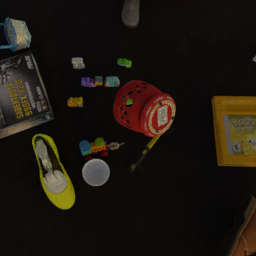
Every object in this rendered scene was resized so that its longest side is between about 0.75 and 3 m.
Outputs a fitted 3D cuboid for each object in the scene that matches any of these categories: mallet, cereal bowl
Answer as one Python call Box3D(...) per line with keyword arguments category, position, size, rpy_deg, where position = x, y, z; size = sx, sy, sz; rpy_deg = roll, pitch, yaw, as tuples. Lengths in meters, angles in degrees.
Box3D(category="mallet", position=(0.655, 0.530, 9.494), size=(2.134, 0.439, 0.703), rpy_deg=(-43, 76, -10))
Box3D(category="cereal bowl", position=(-1.027, 1.464, 9.127), size=(0.880, 0.366, 0.880), rpy_deg=(0, 70, 0))

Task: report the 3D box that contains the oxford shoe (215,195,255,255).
Box3D(category="oxford shoe", position=(3.354, 3.364, 8.121), size=(0.991, 0.992, 2.781), rpy_deg=(36, 72, 8))

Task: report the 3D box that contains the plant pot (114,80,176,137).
Box3D(category="plant pot", position=(0.525, -0.541, 8.385), size=(1.513, 1.513, 1.378), rpy_deg=(-43, 44, -14))

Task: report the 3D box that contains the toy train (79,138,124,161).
Box3D(category="toy train", position=(-0.858, 0.537, 9.206), size=(1.485, 0.859, 0.629), rpy_deg=(-15, 71, -5))

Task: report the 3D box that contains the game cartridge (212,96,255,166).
Box3D(category="game cartridge", position=(4.102, 0.074, 9.627), size=(2.206, 0.406, 2.503), rpy_deg=(1, 71, 0))

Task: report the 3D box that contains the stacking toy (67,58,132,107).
Box3D(category="stacking toy", position=(-0.987, -1.652, 10.238), size=(2.362, 0.555, 1.781), rpy_deg=(0, 71, -2))

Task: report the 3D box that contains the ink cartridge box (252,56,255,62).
Box3D(category="ink cartridge box", position=(5.529, -2.852, 10.796), size=(0.784, 0.276, 1.315), rpy_deg=(42, 73, 14))

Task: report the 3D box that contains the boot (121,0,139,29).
Box3D(category="boot", position=(0.120, -5.177, 11.020), size=(0.761, 1.435, 2.180), rpy_deg=(1, 70, -1))

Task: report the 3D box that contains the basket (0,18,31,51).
Box3D(category="basket", position=(-4.470, -3.491, 10.567), size=(1.395, 0.970, 1.230), rpy_deg=(-9, 66, -36))

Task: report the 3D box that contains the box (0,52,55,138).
Box3D(category="box", position=(-4.043, -1.208, 9.964), size=(2.118, 0.646, 2.674), rpy_deg=(-20, 71, -8))

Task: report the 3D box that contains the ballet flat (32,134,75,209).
Box3D(category="ballet flat", position=(-2.465, 1.324, 8.905), size=(0.877, 0.880, 2.626), rpy_deg=(-23, 72, -8))
